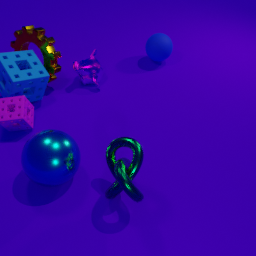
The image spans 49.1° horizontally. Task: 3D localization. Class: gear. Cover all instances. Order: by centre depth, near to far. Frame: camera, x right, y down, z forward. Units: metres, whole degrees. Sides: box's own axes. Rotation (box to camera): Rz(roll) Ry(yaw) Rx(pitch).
[{"bbox_3d":[-2.984,-2.316,9.047,1.853,1.853,0.343,22,34,20],"label":"gear"}]

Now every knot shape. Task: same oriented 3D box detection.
[{"bbox_3d":[-0.122,1.056,6.209,0.688,1.394,1.490,3,52,-18],"label":"knot shape"}]

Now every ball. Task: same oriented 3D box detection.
[{"bbox_3d":[-1.790,0.700,6.564,1.347,1.347,1.347,0,46,0],"label":"ball"},{"bbox_3d":[1.123,-2.923,10.158,0.989,0.989,0.989,0,46,0],"label":"ball"}]

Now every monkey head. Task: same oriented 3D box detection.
[{"bbox_3d":[-1.291,-1.944,9.286,0.865,1.032,1.435,-9,80,12],"label":"monkey head"}]

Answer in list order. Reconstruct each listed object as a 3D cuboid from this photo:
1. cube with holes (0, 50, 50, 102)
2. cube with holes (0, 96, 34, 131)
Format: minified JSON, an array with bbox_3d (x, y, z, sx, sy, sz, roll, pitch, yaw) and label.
[{"bbox_3d":[-3.230,-1.499,8.421,1.104,1.104,1.104,-21,68,-40],"label":"cube with holes"},{"bbox_3d":[-3.123,-0.394,7.851,0.701,0.701,0.701,-7,67,2],"label":"cube with holes"}]
